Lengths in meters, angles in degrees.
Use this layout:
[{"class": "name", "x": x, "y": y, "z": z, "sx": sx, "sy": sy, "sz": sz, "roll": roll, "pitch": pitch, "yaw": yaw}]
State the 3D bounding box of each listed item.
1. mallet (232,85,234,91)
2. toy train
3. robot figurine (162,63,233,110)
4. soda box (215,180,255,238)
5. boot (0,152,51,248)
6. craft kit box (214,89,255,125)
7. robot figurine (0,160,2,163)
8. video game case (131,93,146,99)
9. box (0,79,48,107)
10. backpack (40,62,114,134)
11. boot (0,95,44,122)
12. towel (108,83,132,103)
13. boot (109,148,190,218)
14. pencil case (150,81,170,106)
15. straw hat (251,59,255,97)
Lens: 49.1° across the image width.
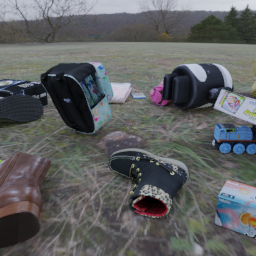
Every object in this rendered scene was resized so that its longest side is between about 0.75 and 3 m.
[{"class": "mallet", "x": 5.389, "y": -2.217, "z": 14.988, "sx": 0.773, "sy": 0.483, "sz": 2.347, "roll": 11, "pitch": 20, "yaw": 26}, {"class": "toy train", "x": 3.109, "y": 0.287, "z": 7.925, "sx": 1.389, "sy": 0.793, "sz": 0.602, "roll": 1, "pitch": 21, "yaw": 4}, {"class": "robot figurine", "x": 2.866, "y": -1.691, "z": 11.566, "sx": 2.975, "sy": 1.856, "sz": 2.235, "roll": -10, "pitch": 62, "yaw": -28}, {"class": "soda box", "x": 2.595, "y": 1.576, "z": 4.820, "sx": 2.005, "sy": 0.638, "sz": 0.686, "roll": 12, "pitch": 25, "yaw": 31}, {"class": "boot", "x": -2.826, "y": 1.293, "z": 5.360, "sx": 2.605, "sy": 0.898, "sz": 2.796, "roll": -6, "pitch": 19, "yaw": -12}, {"class": "craft kit box", "x": 4.367, "y": -0.051, "z": 7.511, "sx": 2.962, "sy": 0.719, "sz": 2.926, "roll": 15, "pitch": 15, "yaw": -33}, {"class": "robot figurine", "x": -3.513, "y": 0.838, "z": 6.742, "sx": 0.941, "sy": 0.620, "sz": 1.072, "roll": 1, "pitch": 23, "yaw": -16}, {"class": "video game case", "x": 0.503, "y": -1.579, "z": 13.744, "sx": 0.593, "sy": 0.074, "sz": 0.828, "roll": -4, "pitch": 22, "yaw": -8}, {"class": "box", "x": -4.959, "y": -1.319, "z": 11.725, "sx": 2.404, "sy": 1.035, "sz": 1.969, "roll": 9, "pitch": 22, "yaw": 23}, {"class": "backpack", "x": -1.493, "y": -0.974, "z": 8.972, "sx": 2.002, "sy": 2.255, "sz": 1.698, "roll": 9, "pitch": 37, "yaw": 41}, {"class": "boot", "x": -4.804, "y": -0.691, "z": 10.305, "sx": 2.893, "sy": 1.010, "sz": 1.904, "roll": -5, "pitch": 6, "yaw": -43}, {"class": "towel", "x": -1.347, "y": -1.784, "z": 13.763, "sx": 2.816, "sy": 0.454, "sz": 2.690, "roll": 3, "pitch": 22, "yaw": 9}, {"class": "boot", "x": 0.223, "y": 1.102, "z": 5.986, "sx": 1.941, "sy": 0.701, "sz": 1.466, "roll": 9, "pitch": 25, "yaw": 22}, {"class": "pencil case", "x": 1.736, "y": -1.740, "z": 13.012, "sx": 1.006, "sy": 0.974, "sz": 2.147, "roll": 37, "pitch": 29, "yaw": 8}, {"class": "straw hat", "x": 6.237, "y": -1.809, "z": 12.658, "sx": 1.172, "sy": 2.769, "sz": 2.769, "roll": -46, "pitch": 29, "yaw": 1}]
